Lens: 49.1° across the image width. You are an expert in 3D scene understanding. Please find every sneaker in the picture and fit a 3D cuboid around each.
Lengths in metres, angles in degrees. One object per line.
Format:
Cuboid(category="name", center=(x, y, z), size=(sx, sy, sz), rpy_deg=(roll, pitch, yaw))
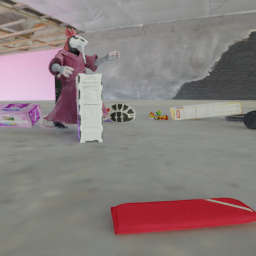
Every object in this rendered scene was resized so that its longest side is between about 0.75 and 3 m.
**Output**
Cuboid(category="sneaker", center=(-0.484, -0.570, 10.640), size=(1.782, 0.718, 0.743), rpy_deg=(3, 3, 29))

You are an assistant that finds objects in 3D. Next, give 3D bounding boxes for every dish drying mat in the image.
Cuboid(category="dish drying mat", center=(0.461, 0.730, 2.404), size=(1.193, 0.109, 0.458), rpy_deg=(-1, 8, -8))

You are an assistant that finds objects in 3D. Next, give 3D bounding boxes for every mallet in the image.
Cuboid(category="mallet", center=(4.585, -0.088, 7.702), size=(0.919, 0.575, 2.792), rpy_deg=(-5, 12, -35))

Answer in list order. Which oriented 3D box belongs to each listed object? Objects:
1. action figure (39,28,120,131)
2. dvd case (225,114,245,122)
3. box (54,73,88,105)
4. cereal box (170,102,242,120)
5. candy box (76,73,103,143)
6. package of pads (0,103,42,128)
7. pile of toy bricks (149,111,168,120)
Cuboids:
Cuboid(category="action figure", center=(-1.466, -1.383, 7.934), size=(1.855, 2.769, 2.062), rpy_deg=(-9, 4, -42))
Cuboid(category="dvd case", center=(5.549, -0.395, 10.959), size=(2.951, 0.236, 2.194), rpy_deg=(-6, 10, -42))
Cuboid(category="box", center=(-2.914, -1.822, 14.642), size=(1.597, 2.150, 1.336), rpy_deg=(0, 7, -2))
Cuboid(category="cereal box", center=(3.146, -0.731, 11.730), size=(2.621, 0.518, 1.886), rpy_deg=(-6, 6, 6))
Cuboid(category="candy box", center=(-0.925, -0.495, 6.595), size=(0.538, 1.504, 1.262), rpy_deg=(-2, 7, -12))
Cuboid(category="package of pads", center=(-3.657, -0.422, 9.095), size=(1.488, 0.563, 0.896), rpy_deg=(1, 31, 13))
Cuboid(category="pile of toy bricks", center=(1.287, -0.550, 11.534), size=(0.453, 0.403, 0.816), rpy_deg=(-7, 10, -44))
